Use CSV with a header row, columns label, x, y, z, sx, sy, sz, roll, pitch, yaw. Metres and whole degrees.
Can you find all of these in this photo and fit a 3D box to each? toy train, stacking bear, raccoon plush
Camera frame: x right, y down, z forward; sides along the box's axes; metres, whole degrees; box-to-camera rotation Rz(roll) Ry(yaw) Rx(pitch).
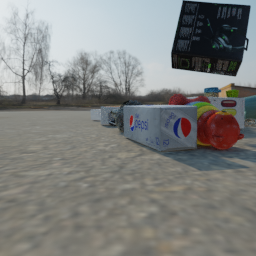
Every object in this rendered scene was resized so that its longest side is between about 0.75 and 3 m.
label,x,y,z,sx,sy,sz,roll,pitch,yaw
toy train,4.633,-0.931,12.290,2.909,1.683,1.231,-1,5,-8
stacking bear,1.732,-0.092,6.195,1.114,1.043,1.834,3,14,-17
raccoon plush,0.529,-0.363,9.814,2.291,1.108,1.535,0,12,-3

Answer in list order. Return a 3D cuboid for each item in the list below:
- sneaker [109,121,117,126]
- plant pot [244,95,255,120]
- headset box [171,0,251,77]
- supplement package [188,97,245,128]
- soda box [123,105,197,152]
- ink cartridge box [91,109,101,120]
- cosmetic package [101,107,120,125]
label,x,y,z,sx,sy,sz,roll,pitch,yaw
sneaker,-0.251,-0.363,12.452,1.283,0.531,0.460,-2,5,-21
plant pot,7.903,-1.245,16.907,1.830,1.868,1.868,-8,2,16
headset box,2.963,-3.158,9.895,2.518,2.192,1.168,10,-15,13
supplement package,3.183,-0.553,10.522,2.107,1.198,1.154,-2,4,-25
soda box,0.623,-0.098,6.608,0.824,0.887,2.599,-3,5,-17
ink cartridge box,-1.357,-0.827,17.442,1.198,0.677,1.636,4,6,44
cosmetic package,-0.745,-0.634,13.871,1.217,0.855,2.399,-1,4,-6
